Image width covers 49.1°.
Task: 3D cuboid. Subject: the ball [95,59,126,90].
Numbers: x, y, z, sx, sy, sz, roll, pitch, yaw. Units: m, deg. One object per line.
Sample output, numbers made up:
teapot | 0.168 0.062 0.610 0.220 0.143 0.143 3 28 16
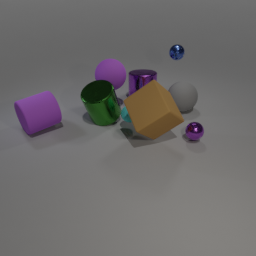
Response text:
ball | -0.773 -2.364 12.455 1.400 1.400 1.400 0 29 0

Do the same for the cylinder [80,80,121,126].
cylinder | -1.108 -1.050 11.739 1.400 1.400 1.400 -8 49 10

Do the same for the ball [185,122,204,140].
ball | 2.520 0.116 10.596 0.700 0.700 0.700 0 29 0

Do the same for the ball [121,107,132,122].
ball | 0.061 -0.575 11.352 0.700 0.700 0.700 0 29 0

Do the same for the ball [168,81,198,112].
ball | 2.498 -1.450 12.884 1.400 1.400 1.400 0 29 0

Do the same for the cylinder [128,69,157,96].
cylinder | 0.727 -2.077 13.896 1.400 1.400 1.400 0 24 0

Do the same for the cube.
cube | 0.940 -0.616 10.157 1.400 1.400 1.400 24 39 -56

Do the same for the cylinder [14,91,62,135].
cylinder | -3.607 -0.622 11.256 1.400 1.400 1.400 -26 38 -29

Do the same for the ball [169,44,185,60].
ball | 2.215 -3.427 12.696 0.700 0.700 0.700 0 29 0
